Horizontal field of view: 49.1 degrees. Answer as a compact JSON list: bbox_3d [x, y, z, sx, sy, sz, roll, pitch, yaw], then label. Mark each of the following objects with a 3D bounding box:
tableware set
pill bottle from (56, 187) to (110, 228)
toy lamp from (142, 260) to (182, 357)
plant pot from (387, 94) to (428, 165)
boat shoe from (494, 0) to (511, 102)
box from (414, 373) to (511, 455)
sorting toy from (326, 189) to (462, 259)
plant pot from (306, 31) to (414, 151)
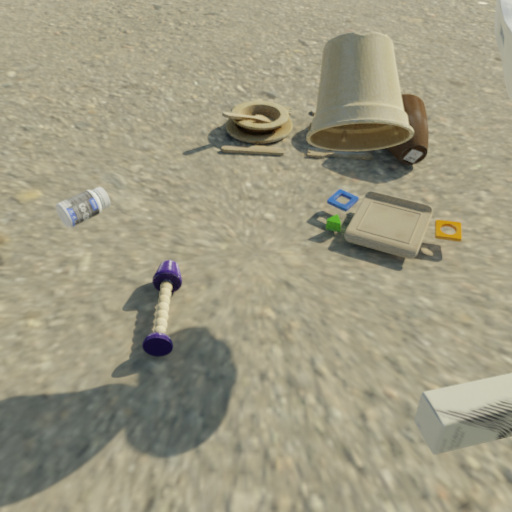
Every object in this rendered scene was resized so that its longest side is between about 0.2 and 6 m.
[{"bbox_3d":[0.868,-2.688,10.935,2.944,0.590,1.946,4,41,5],"label":"tableware set"},{"bbox_3d":[-1.917,-0.550,6.236,0.527,0.300,0.300,-32,50,-29],"label":"pill bottle"},{"bbox_3d":[-1.195,0.627,7.294,0.422,0.422,1.451,-1,44,-1],"label":"toy lamp"},{"bbox_3d":[2.733,-2.209,10.234,1.002,1.002,1.072,-5,56,-5],"label":"plant pot"},{"bbox_3d":[3.239,-2.437,6.519,0.679,0.714,1.982,-2,45,15],"label":"boat shoe"},{"bbox_3d":[1.414,0.959,3.471,0.788,0.324,0.270,-10,38,-11],"label":"box"},{"bbox_3d":[2.054,-0.448,8.622,2.112,0.288,1.189,17,48,19],"label":"sorting toy"},{"bbox_3d":[1.105,-1.776,6.043,1.132,1.036,1.132,0,-3,0],"label":"plant pot"}]
